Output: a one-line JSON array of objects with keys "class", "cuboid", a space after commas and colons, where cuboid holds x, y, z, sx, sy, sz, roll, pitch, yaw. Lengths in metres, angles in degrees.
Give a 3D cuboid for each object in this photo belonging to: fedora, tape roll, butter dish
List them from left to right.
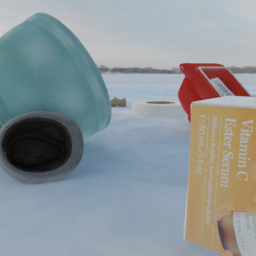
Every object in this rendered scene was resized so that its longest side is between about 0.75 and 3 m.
[{"class": "fedora", "cuboid": [-1.538, 0.369, 4.900, 1.434, 1.268, 0.648, -8, -16, -22]}, {"class": "tape roll", "cuboid": [1.469, -0.922, 12.637, 2.603, 0.476, 2.603, 0, 12, 0]}, {"class": "butter dish", "cuboid": [2.512, -0.710, 8.612, 2.376, 1.761, 2.383, -10, 59, -40]}]

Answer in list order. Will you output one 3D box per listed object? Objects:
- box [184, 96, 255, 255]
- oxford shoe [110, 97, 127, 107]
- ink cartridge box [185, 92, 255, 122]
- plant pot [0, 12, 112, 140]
[{"class": "box", "cuboid": [1.645, 0.500, 2.595, 1.950, 1.485, 1.037, 8, 13, 36]}, {"class": "oxford shoe", "cuboid": [-0.769, -1.407, 14.993, 1.395, 0.522, 0.491, -1, 11, -7]}, {"class": "ink cartridge box", "cuboid": [3.604, -0.765, 10.163, 2.598, 1.094, 1.878, 6, 12, 28]}, {"class": "plant pot", "cuboid": [-2.091, -0.639, 6.088, 1.991, 2.971, 2.971, -39, 30, -27]}]
